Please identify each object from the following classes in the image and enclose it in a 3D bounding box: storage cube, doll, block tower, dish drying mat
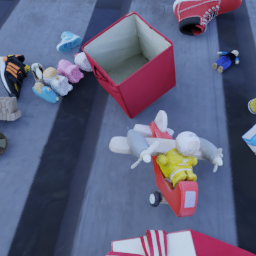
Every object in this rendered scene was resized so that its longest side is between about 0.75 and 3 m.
[{"bbox_3d":[0.102,-1.925,8.909,2.310,2.076,1.975,-38,63,-6],"label":"storage cube"},{"bbox_3d":[3.836,-2.675,10.878,1.340,0.325,0.914,-37,62,-24],"label":"doll"},{"bbox_3d":[-4.746,-0.644,9.012,2.381,0.688,0.643,2,18,0],"label":"block tower"},{"bbox_3d":[2.234,3.087,6.703,1.853,0.169,0.712,19,57,12],"label":"dish drying mat"}]

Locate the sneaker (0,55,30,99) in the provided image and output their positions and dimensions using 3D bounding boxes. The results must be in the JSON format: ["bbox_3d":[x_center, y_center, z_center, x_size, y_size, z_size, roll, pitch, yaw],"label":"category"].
[{"bbox_3d":[-3.991,-1.947,10.058,0.982,0.763,2.183,-20,54,-11],"label":"sneaker"}]

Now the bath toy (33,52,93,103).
[{"bbox_3d":[-2.228,-1.939,10.022,0.905,1.065,2.449,5,44,46],"label":"bath toy"}]

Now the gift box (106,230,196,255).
[{"bbox_3d":[0.464,3.181,5.516,1.977,1.846,1.824,-12,55,-4],"label":"gift box"}]

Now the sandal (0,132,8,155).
[{"bbox_3d":[-5.006,0.172,8.564,2.829,0.772,1.156,20,63,-3],"label":"sandal"}]

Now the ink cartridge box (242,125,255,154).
[{"bbox_3d":[3.888,0.437,7.728,0.843,0.487,1.155,-41,99,-1],"label":"ink cartridge box"}]

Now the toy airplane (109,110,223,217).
[{"bbox_3d":[1.163,0.576,7.266,2.626,1.861,2.638,42,48,5],"label":"toy airplane"}]

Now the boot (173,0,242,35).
[{"bbox_3d":[3.577,-4.839,12.078,2.964,1.073,2.138,-8,54,4],"label":"boot"}]

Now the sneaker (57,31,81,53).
[{"bbox_3d":[-2.590,-3.530,11.439,0.775,0.472,1.187,36,52,21],"label":"sneaker"}]

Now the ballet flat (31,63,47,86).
[{"bbox_3d":[-3.294,-2.079,10.333,0.494,0.488,1.452,-21,56,-15],"label":"ballet flat"}]

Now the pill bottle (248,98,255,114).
[{"bbox_3d":[4.356,-0.785,8.999,0.500,0.888,0.500,3,78,-16],"label":"pill bottle"}]
